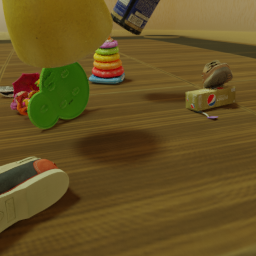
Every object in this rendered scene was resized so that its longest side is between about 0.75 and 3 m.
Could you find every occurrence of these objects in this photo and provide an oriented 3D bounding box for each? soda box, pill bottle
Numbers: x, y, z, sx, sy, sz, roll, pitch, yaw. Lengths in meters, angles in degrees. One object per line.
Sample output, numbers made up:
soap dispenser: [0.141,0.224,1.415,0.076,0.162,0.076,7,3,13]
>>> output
soda box: [2.953,-1.086,9.990,1.876,0.600,0.635,-12,18,-28]
pill bottle: [0.437,-4.409,9.392,1.253,2.240,1.253,28,24,-14]

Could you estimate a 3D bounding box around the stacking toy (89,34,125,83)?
stacking toy: [-0.984,-3.569,12.946,1.555,2.834,1.645,4,28,10]

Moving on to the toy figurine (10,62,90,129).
toy figurine: [-2.987,-1.038,9.270,2.425,1.978,2.635,0,44,37]

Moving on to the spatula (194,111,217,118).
spatula: [2.542,-0.450,9.238,0.271,0.098,0.958,-13,26,-31]

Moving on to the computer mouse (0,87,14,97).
computer mouse: [-4.449,-1.430,11.263,1.511,0.331,0.828,0,27,-14]

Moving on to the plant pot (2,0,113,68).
plant pot: [-1.520,-2.473,5.428,2.173,1.543,2.173,-6,54,9]

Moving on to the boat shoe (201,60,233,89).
boat shoe: [3.192,-2.022,10.509,1.023,0.970,2.701,-13,-5,5]

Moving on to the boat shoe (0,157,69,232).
boat shoe: [-2.282,1.144,4.348,0.888,1.010,2.839,27,30,33]
